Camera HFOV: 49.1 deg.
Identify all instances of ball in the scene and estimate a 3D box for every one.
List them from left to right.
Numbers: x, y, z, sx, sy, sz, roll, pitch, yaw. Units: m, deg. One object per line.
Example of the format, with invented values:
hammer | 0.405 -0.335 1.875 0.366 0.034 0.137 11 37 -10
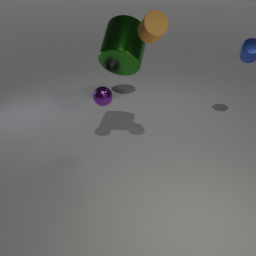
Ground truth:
ball | -0.883 -1.112 9.812 0.700 0.700 0.700 0 28 0

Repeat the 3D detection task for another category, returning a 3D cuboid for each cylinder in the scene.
cylinder | -0.149 -2.685 9.222 1.400 1.400 1.400 7 68 13
cylinder | 0.689 -2.797 7.791 0.700 0.700 0.700 -7 0 -13
cylinder | 4.757 -3.000 10.894 0.700 0.700 0.700 -4 69 10
